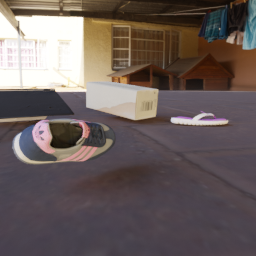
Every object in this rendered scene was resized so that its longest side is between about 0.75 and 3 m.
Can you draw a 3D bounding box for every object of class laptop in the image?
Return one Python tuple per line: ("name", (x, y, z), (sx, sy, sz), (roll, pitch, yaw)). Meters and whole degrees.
("laptop", (-3.501, -0.288, 8.543), (2.770, 1.715, 2.959), (-5, -27, -30))

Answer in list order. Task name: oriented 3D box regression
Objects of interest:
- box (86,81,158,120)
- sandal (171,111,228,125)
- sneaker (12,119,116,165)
("box", (-0.287, -1.091, 10.398), (2.613, 1.016, 1.241), (17, 20, 42))
("sandal", (2.375, -0.340, 9.244), (1.875, 0.461, 0.763), (1, 6, 1))
("sneaker", (-0.661, 0.151, 3.986), (0.713, 0.610, 1.738), (-26, -11, 38))
